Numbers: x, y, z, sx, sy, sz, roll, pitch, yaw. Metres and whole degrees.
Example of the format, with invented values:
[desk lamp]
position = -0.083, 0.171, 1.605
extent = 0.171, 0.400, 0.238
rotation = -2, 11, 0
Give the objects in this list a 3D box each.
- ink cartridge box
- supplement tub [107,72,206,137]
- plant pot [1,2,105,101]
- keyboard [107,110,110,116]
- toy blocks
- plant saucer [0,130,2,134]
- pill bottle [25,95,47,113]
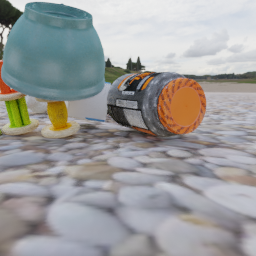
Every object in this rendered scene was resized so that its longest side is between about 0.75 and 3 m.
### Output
[ink cartridge box]
position = -1.240, -0.751, 7.535
extent = 1.035, 1.030, 1.411
rotation = 8, 0, -24
[supplement tub]
position = 0.545, -0.537, 6.064
extent = 1.325, 1.325, 2.163
rotation = -5, 10, -30
[plant pot]
position = -1.343, -1.579, 5.358
extent = 2.021, 1.354, 2.021
rotation = 10, 32, -6
[keyboard]
position = -0.437, -0.430, 8.902
extent = 0.421, 0.160, 0.810
rotation = -3, -11, 40
[toy blocks]
position = -2.094, -1.049, 5.969
extent = 1.973, 2.367, 0.859
rotation = 4, 23, 20
[plant saucer]
position = -3.698, 0.042, 6.078
extent = 1.758, 0.273, 1.758
rotation = 0, 9, 0
[pill bottle]
position = -3.186, -1.389, 11.197
extent = 1.532, 1.532, 2.767
rotation = 5, 9, 32
